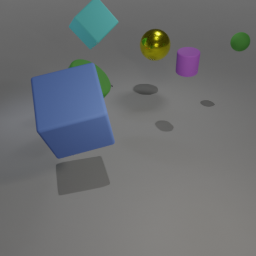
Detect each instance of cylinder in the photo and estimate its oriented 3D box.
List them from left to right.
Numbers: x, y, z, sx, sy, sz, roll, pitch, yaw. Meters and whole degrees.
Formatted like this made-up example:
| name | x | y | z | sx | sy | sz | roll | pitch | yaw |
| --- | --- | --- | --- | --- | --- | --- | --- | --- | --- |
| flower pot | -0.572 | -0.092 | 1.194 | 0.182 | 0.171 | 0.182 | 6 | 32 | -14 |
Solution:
| name | x | y | z | sx | sy | sz | roll | pitch | yaw |
| --- | --- | --- | --- | --- | --- | --- | --- | --- | --- |
| cylinder | -1.481 | -1.164 | 8.758 | 1.400 | 1.400 | 1.400 | 27 | 40 | -25 |
| cylinder | 1.867 | -2.068 | 8.766 | 0.700 | 0.700 | 0.700 | -2 | 40 | 1 |

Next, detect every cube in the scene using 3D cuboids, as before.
| name | x | y | z | sx | sy | sz | roll | pitch | yaw |
| --- | --- | --- | --- | --- | --- | --- | --- | --- | --- |
| cube | -1.189 | -0.349 | 6.264 | 1.400 | 1.400 | 1.400 | -15 | 61 | -3 |
| cube | -1.545 | -4.593 | 12.417 | 1.400 | 1.400 | 1.400 | -49 | 18 | -12 |

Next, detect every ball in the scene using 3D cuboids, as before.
| name | x | y | z | sx | sy | sz | roll | pitch | yaw |
| --- | --- | --- | --- | --- | --- | --- | --- | --- | --- |
| ball | 1.231 | -3.770 | 12.723 | 1.400 | 1.400 | 1.400 | 0 | 30 | 0 |
| ball | 4.230 | -3.246 | 10.555 | 0.700 | 0.700 | 0.700 | 0 | 30 | 0 |
